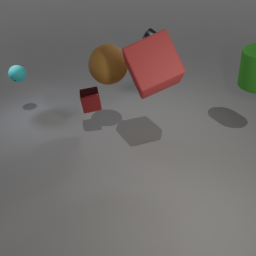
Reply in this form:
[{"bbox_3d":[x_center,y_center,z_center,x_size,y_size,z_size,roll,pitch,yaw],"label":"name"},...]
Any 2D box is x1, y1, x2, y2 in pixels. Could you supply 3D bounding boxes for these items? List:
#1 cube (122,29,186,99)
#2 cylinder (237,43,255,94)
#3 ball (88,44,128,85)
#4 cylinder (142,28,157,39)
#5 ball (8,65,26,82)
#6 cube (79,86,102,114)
[{"bbox_3d":[0.766,-1.888,8.607,1.400,1.400,1.400,-24,-4,2],"label":"cube"},{"bbox_3d":[4.772,-2.166,10.098,1.400,1.400,1.400,-5,36,4],"label":"cylinder"},{"bbox_3d":[-0.699,-2.237,9.901,1.400,1.400,1.400,0,31,0],"label":"ball"},{"bbox_3d":[1.135,-4.188,13.149,0.700,0.700,0.700,40,42,9],"label":"cylinder"},{"bbox_3d":[-4.617,-2.266,11.698,0.700,0.700,0.700,0,31,0],"label":"ball"},{"bbox_3d":[-1.422,-1.072,10.655,0.700,0.700,0.700,-12,35,-4],"label":"cube"}]
